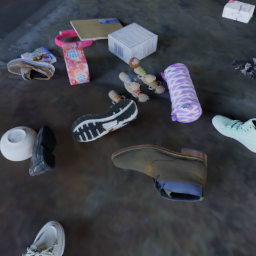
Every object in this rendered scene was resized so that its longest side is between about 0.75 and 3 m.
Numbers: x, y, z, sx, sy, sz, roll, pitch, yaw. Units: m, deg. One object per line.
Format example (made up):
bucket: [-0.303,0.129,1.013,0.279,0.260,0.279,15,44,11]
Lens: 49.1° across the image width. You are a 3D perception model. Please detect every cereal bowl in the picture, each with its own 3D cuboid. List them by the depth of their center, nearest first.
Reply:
cereal bowl: [-3.647,0.430,9.376,1.296,0.540,1.296,0,50,-1]

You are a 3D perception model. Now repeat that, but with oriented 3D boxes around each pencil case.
pencil case: [1.984,-1.324,10.571,1.085,1.065,2.539,-18,47,16]

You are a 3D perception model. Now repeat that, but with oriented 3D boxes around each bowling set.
bowling set: [0.343,-1.748,10.618,2.207,1.536,1.185,-33,58,-20]

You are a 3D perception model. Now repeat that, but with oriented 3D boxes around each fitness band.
fitness band: [-2.550,-4.232,13.274,1.787,0.334,1.283,-19,49,-28]

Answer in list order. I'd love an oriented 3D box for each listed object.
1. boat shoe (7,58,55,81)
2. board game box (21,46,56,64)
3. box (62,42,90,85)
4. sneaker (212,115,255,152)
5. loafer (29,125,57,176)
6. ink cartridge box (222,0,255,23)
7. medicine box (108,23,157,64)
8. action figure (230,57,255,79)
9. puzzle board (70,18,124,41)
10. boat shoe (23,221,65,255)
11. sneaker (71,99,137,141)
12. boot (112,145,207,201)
boat shoe: [-4.095,-2.387,11.623,1.958,0.707,0.709,3,52,2]
board game box: [-3.999,-3.130,12.544,1.134,0.234,1.136,-32,57,-24]
box: [-2.194,-2.737,11.803,0.818,0.887,1.728,-12,52,-10]
sneaker: [3.820,-0.123,9.433,1.949,1.149,0.717,36,60,28]
loafer: [-2.796,0.661,9.004,0.738,0.744,2.043,-30,34,11]
ink cartridge box: [5.889,-6.228,14.917,1.372,0.568,1.005,24,54,19]
medicine box: [0.219,-3.863,12.743,1.675,0.862,1.526,-34,58,-26]
action figure: [5.061,-2.509,11.732,1.412,0.720,0.839,31,46,26]
puzzle board: [-1.394,-4.870,13.818,2.454,0.213,1.849,-12,48,-22]
boat shoe: [-2.210,3.223,6.758,0.823,0.950,2.229,12,51,10]
sneaker: [-0.761,-0.138,9.618,2.478,0.991,0.913,-21,77,9]
boot: [0.883,1.342,8.239,2.913,1.088,1.412,0,52,8]
